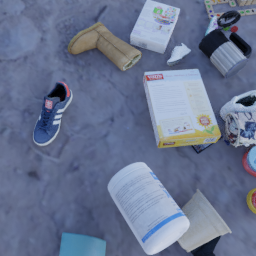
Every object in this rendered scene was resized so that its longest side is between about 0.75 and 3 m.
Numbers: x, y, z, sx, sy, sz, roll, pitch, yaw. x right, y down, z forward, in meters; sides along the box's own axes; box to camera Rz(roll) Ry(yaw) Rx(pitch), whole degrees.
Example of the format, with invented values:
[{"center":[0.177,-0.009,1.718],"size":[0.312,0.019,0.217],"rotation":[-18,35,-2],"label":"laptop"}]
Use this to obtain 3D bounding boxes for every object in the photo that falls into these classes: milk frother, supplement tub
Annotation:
[{"center":[3.878,-3.184,10.681],"size":[1.674,1.855,1.745],"rotation":[-36,72,4],"label":"milk frother"},{"center":[0.546,2.249,8.025],"size":[1.467,1.467,2.223],"rotation":[-30,58,-11],"label":"supplement tub"}]

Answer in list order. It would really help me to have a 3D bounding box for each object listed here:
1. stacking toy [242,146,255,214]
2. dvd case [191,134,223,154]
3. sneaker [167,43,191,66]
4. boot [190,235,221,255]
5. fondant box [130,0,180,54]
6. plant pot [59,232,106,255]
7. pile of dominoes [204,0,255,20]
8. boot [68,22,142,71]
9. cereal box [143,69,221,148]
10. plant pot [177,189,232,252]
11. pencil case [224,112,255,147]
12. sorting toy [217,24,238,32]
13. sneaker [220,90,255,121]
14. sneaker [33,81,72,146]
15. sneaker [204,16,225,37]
[{"center":[5.024,1.638,9.282],"size":[2.096,0.978,2.315],"rotation":[-2,68,0],"label":"stacking toy"},{"center":[2.770,0.307,10.292],"size":[1.188,0.104,0.848],"rotation":[-31,72,-12],"label":"dvd case"},{"center":[1.957,-2.944,11.289],"size":[0.573,0.490,1.316],"rotation":[48,59,1],"label":"sneaker"},{"center":[2.640,3.910,8.640],"size":[1.156,0.441,0.971],"rotation":[-35,68,-6],"label":"boot"},{"center":[1.153,-4.317,11.886],"size":[1.514,0.611,2.098],"rotation":[19,70,8],"label":"fondant box"},{"center":[-1.356,3.716,8.517],"size":[1.325,0.937,0.936],"rotation":[6,68,-6],"label":"plant pot"},{"center":[4.629,-5.858,12.635],"size":[2.371,0.378,1.848],"rotation":[-9,68,-4],"label":"pile of dominoes"},{"center":[-0.954,-3.111,11.323],"size":[2.352,0.778,2.060],"rotation":[43,74,14],"label":"boot"},{"center":[1.833,-0.794,10.039],"size":[2.145,0.589,2.981],"rotation":[-4,59,-7],"label":"cereal box"},{"center":[2.060,2.921,8.567],"size":[1.429,1.561,1.561],"rotation":[-37,72,2],"label":"plant pot"},{"center":[4.876,0.095,9.723],"size":[2.906,1.130,1.300],"rotation":[0,64,-4],"label":"pencil case"},{"center":[4.319,-4.420,12.155],"size":[0.893,0.309,0.307],"rotation":[15,46,4],"label":"sorting toy"},{"center":[4.861,-0.933,10.262],"size":[2.800,1.122,0.985],"rotation":[-16,67,-8],"label":"sneaker"},{"center":[-2.831,-0.602,10.150],"size":[0.928,1.046,2.475],"rotation":[15,69,6],"label":"sneaker"},{"center":[3.798,-4.196,11.968],"size":[0.782,0.434,1.118],"rotation":[23,79,7],"label":"sneaker"}]
